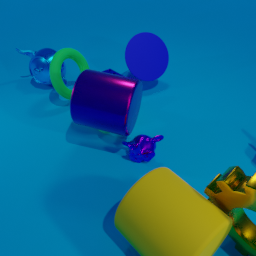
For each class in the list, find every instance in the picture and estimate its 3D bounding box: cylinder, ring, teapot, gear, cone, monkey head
[{"bbox_3d":[-0.457,-0.579,6.390,1.300,1.300,1.300,14,40,11],"label":"cylinder"},{"bbox_3d":[-1.708,-1.617,8.441,0.311,1.556,1.556,0,32,35],"label":"ring"},{"bbox_3d":[0.696,1.540,4.462,1.339,1.339,1.339,-29,50,-32],"label":"cylinder"},{"bbox_3d":[-2.764,-2.014,9.224,1.988,1.236,0.973,41,34,1],"label":"teapot"},{"bbox_3d":[2.081,1.480,4.182,0.371,2.008,2.008,-38,51,-24],"label":"gear"},{"bbox_3d":[0.352,-2.302,9.557,1.526,1.526,1.532,-16,9,-19],"label":"cone"},{"bbox_3d":[0.285,0.403,6.607,1.086,0.781,0.655,-11,53,23],"label":"monkey head"}]

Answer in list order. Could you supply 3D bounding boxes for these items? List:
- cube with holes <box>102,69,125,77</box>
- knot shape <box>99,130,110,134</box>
[{"bbox_3d":[-0.617,-1.328,8.886,0.735,0.735,0.735,-28,46,-31],"label":"cube with holes"},{"bbox_3d":[-0.474,-0.535,7.783,1.760,0.813,1.647,-9,39,-11],"label":"knot shape"}]
